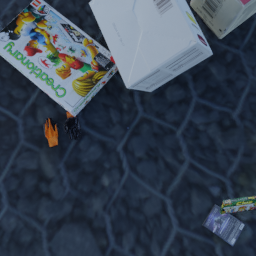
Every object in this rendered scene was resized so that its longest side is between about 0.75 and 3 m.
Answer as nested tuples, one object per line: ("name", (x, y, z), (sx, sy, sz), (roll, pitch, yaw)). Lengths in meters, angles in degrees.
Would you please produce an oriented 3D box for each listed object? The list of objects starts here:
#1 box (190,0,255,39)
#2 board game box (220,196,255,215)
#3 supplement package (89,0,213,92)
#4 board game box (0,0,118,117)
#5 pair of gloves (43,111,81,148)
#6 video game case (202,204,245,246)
("box", (3.184, -3.900, 7.341), (2.579, 1.649, 1.405), (-38, 84, -8))
("board game box", (2.614, 1.747, 6.380), (0.972, 0.509, 0.114), (-8, 42, -1))
("supplement package", (0.547, -2.436, 6.831), (1.908, 1.359, 2.450), (-29, 78, 28))
("board game box", (-1.938, -1.950, 7.509), (2.979, 0.516, 1.880), (39, 79, 8))
("pair of gloves", (-1.725, 0.019, 7.343), (0.959, 0.119, 0.854), (-15, 75, -5))
("video game case", (2.350, 2.380, 6.867), (0.857, 0.081, 0.612), (34, 80, 9))
